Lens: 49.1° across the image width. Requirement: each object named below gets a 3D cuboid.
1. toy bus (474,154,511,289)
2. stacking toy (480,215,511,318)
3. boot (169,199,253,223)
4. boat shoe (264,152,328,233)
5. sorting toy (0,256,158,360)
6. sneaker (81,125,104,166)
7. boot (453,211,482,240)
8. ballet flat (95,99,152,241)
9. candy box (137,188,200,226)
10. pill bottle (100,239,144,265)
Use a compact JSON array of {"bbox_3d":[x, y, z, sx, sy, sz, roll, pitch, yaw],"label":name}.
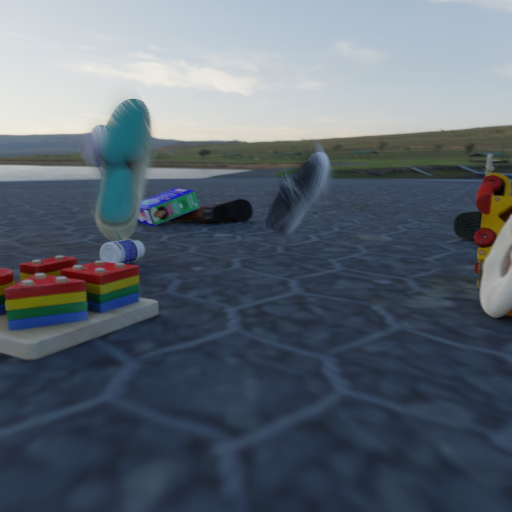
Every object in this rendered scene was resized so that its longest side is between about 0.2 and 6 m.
[{"bbox_3d":[3.268,-0.364,7.064,0.883,1.708,1.612,6,16,25],"label":"toy bus"},{"bbox_3d":[3.321,0.292,5.763,1.699,1.242,1.242,20,13,7],"label":"stacking toy"},{"bbox_3d":[-1.213,-1.122,15.205,1.812,0.620,1.706,-1,14,44],"label":"boot"},{"bbox_3d":[0.706,-1.194,10.481,0.594,1.754,0.629,9,37,-38],"label":"boat shoe"},{"bbox_3d":[-2.152,0.402,5.677,1.649,0.574,1.639,6,12,30],"label":"sorting toy"},{"bbox_3d":[-2.657,-1.992,11.555,1.002,0.911,2.265,26,7,7],"label":"sneaker"},{"bbox_3d":[5.569,-0.703,11.742,2.370,0.860,2.155,0,7,-40],"label":"boot"},{"bbox_3d":[-2.196,-1.409,9.399,0.899,2.589,0.899,4,-25,2],"label":"ballet flat"},{"bbox_3d":[-2.364,-1.287,14.595,1.394,0.537,1.179,-27,22,-27],"label":"candy box"},{"bbox_3d":[-2.092,-0.054,8.843,0.404,0.404,0.676,5,11,28],"label":"pill bottle"}]
